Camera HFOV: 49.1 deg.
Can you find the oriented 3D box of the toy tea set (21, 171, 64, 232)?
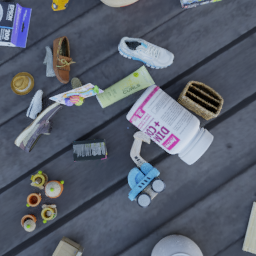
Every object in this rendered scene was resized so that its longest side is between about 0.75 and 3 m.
[{"bbox_3d":[-3.302,2.841,10.643,1.356,0.844,2.281,14,85,1],"label":"toy tea set"}]

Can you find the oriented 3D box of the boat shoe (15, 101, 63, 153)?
[{"bbox_3d":[-3.328,-0.032,10.921,0.774,0.859,2.387,45,89,-3],"label":"boat shoe"}]

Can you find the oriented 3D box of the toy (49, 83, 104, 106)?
[{"bbox_3d":[-1.709,-1.000,9.467,1.616,0.930,0.381,-19,73,21],"label":"toy"}]

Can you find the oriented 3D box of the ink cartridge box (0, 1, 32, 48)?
[{"bbox_3d":[-4.985,-4.264,11.469,1.759,0.382,1.742,6,85,-1],"label":"ink cartridge box"}]

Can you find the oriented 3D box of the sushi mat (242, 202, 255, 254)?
[{"bbox_3d":[5.131,3.928,10.925,0.936,0.118,1.955,15,86,2],"label":"sushi mat"}]

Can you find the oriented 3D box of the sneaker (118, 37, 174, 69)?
[{"bbox_3d":[0.726,-3.017,11.061,2.315,1.003,0.868,14,84,0],"label":"sneaker"}]

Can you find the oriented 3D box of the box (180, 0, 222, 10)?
[{"bbox_3d":[3.001,-5.596,11.610,1.705,0.296,0.938,-13,85,-1],"label":"box"}]

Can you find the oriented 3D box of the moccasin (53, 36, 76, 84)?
[{"bbox_3d":[-2.543,-2.710,11.140,0.727,0.689,1.884,-10,76,40],"label":"moccasin"}]

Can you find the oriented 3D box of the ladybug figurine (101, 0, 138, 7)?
[{"bbox_3d":[-0.053,-5.800,11.306,2.580,0.928,1.751,-28,86,-2],"label":"ladybug figurine"}]

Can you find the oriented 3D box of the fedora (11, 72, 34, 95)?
[{"bbox_3d":[-4.290,-1.823,11.254,0.980,0.399,0.980,0,85,-1],"label":"fedora"}]

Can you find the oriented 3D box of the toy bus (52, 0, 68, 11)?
[{"bbox_3d":[-1.758,-3.621,7.374,0.378,1.160,0.454,-28,88,-31],"label":"toy bus"}]

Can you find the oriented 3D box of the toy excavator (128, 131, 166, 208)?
[{"bbox_3d":[0.534,1.568,10.713,2.291,1.144,2.228,44,85,12],"label":"toy excavator"}]

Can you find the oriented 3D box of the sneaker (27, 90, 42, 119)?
[{"bbox_3d":[-3.622,-0.942,11.209,0.480,0.456,1.194,21,91,-8],"label":"sneaker"}]

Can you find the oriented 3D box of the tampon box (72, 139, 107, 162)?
[{"bbox_3d":[-1.440,0.854,10.769,1.215,0.910,0.767,-5,85,0],"label":"tampon box"}]

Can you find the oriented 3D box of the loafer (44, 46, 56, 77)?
[{"bbox_3d":[-3.206,-2.692,11.308,0.436,0.437,1.250,-10,86,-8],"label":"loafer"}]

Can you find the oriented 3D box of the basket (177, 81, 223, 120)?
[{"bbox_3d":[2.877,-1.166,10.815,1.568,1.168,1.119,33,86,3],"label":"basket"}]

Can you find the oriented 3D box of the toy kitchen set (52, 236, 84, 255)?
[{"bbox_3d":[-2.232,5.603,9.776,1.905,2.107,2.335,29,90,1],"label":"toy kitchen set"}]

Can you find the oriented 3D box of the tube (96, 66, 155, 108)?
[{"bbox_3d":[-0.142,-1.613,11.177,2.329,0.605,0.676,-28,124,-7],"label":"tube"}]

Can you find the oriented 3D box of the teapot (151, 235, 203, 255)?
[{"bbox_3d":[1.883,5.020,10.101,2.127,1.574,2.155,42,86,3],"label":"teapot"}]

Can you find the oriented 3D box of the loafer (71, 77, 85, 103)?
[{"bbox_3d":[-1.996,-1.544,11.242,0.419,0.371,1.101,-20,86,-2],"label":"loafer"}]

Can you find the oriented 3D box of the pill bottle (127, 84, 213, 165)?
[{"bbox_3d":[1.566,-0.103,10.464,2.963,1.680,1.680,39,86,3],"label":"pill bottle"}]
